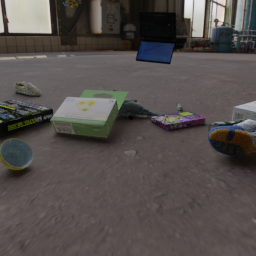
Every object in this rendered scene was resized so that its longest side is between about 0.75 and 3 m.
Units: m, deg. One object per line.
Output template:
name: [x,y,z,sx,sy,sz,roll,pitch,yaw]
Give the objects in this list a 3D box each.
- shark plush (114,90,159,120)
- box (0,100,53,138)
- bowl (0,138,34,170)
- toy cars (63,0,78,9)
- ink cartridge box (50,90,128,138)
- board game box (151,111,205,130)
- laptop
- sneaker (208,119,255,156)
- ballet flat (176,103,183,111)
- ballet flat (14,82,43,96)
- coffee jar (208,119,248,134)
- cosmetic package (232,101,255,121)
shark plush: [0.074,-0.631,11.922,2.394,1.087,0.997,20,40,-3]
box: [-4.746,-0.461,11.015,2.607,0.619,2.518,13,25,31]
bowl: [-3.049,0.775,7.488,0.480,0.892,0.892,-40,-7,36]
toy cars: [-2.170,-4.764,10.704,0.368,0.182,0.821,35,-12,-36]
ink cartridge box: [-1.338,-0.872,10.670,2.081,0.686,2.860,5,43,16]
board game box: [1.974,-0.320,11.131,1.875,0.303,1.125,-9,17,-24]
laptop: [1.088,-3.681,11.420,1.583,1.786,0.922,11,45,22]
sneaker: [3.435,0.227,8.356,2.376,0.894,1.047,7,37,-10]
ballet flat: [2.381,-1.007,13.078,0.280,0.280,0.754,-1,20,-3]
ballet flat: [-5.838,-2.281,16.057,2.138,0.767,0.767,12,23,29]
coffee jar: [3.352,0.124,9.056,1.473,0.768,0.628,-6,6,-20]
cosmetic package: [5.725,-0.425,10.834,1.944,0.666,2.578,-12,22,-38]
